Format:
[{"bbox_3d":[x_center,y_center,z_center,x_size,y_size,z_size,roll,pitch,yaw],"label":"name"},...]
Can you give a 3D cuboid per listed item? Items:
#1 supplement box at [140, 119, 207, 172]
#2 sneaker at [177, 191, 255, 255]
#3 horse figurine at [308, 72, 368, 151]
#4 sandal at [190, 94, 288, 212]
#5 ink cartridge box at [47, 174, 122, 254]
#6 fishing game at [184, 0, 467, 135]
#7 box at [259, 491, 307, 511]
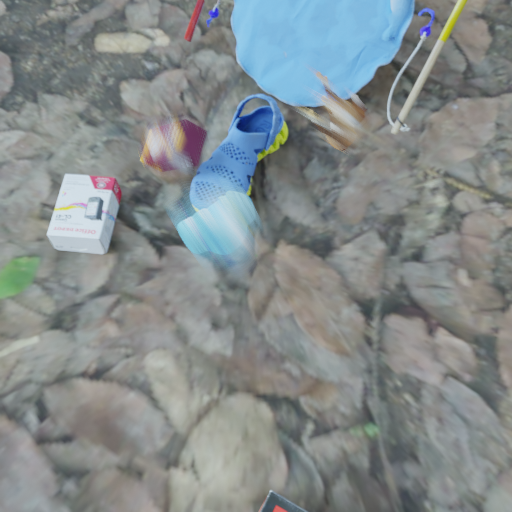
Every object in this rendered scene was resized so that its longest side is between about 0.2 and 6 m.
[{"bbox_3d":[-1.220,-1.602,8.220,0.989,0.423,0.546,1,72,49],"label":"supplement box"},{"bbox_3d":[-0.283,-0.451,6.388,0.916,1.403,0.558,-34,107,-23],"label":"sneaker"},{"bbox_3d":[1.056,-1.775,7.187,0.349,0.926,1.397,-23,38,32],"label":"horse figurine"},{"bbox_3d":[-0.289,-1.642,8.727,0.950,1.041,2.390,24,66,10],"label":"sandal"},{"bbox_3d":[-2.585,-0.648,8.500,0.826,0.479,1.119,4,60,2],"label":"ink cartridge box"},{"bbox_3d":[1.081,-4.211,9.614,4.586,0.713,3.284,26,103,18],"label":"fishing game"},{"bbox_3d":[1.277,4.710,5.446,4.180,0.834,2.862,26,65,13],"label":"box"}]
